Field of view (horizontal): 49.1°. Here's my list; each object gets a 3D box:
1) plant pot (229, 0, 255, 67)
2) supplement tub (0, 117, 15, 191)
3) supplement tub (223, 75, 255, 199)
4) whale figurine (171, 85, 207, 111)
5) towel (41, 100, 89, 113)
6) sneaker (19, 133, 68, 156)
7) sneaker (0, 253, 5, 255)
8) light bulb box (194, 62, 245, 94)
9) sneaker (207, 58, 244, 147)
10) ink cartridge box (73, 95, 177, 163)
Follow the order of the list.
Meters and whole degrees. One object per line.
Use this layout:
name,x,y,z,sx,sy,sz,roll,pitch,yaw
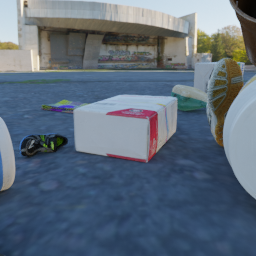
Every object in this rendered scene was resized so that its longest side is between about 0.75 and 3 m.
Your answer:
plant pot,2.892,-2.050,5.145,1.854,1.854,1.835,8,-18,28
supplement tub,-2.645,0.488,3.821,1.849,1.220,1.220,-11,18,-36
supplement tub,2.548,-0.011,4.348,1.920,1.920,2.654,7,16,24
whale figurine,2.469,-1.016,10.658,1.464,0.955,1.840,-1,23,-47
towel,-2.192,-0.885,11.281,2.195,0.250,1.576,8,17,27
sneaker,-1.801,0.330,6.054,0.490,0.419,1.182,2,10,37
sneaker,-1.872,0.992,2.261,2.542,1.007,0.958,6,14,19
light bulb box,3.869,-1.888,12.005,1.849,1.833,1.154,-10,18,-30
sneaker,2.046,-0.604,6.322,0.779,2.058,0.902,-10,29,-1
ink cartridge box,0.074,-0.137,6.672,1.749,1.014,2.370,6,15,23
